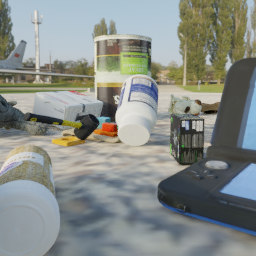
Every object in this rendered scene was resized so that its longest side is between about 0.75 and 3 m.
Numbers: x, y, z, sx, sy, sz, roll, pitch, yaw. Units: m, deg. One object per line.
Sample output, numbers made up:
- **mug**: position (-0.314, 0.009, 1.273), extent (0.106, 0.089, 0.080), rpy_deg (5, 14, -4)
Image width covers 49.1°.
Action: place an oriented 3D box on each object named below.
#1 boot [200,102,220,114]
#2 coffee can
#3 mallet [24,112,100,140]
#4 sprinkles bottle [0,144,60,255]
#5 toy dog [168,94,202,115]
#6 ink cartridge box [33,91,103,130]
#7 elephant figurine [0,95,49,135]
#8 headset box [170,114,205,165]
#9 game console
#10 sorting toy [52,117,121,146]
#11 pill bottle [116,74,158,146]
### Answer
- **boot**: position (3.872, -0.809, 12.377), extent (1.502, 0.553, 0.567), rpy_deg (-5, 32, -17)
- **coffee can**: position (-0.187, -1.766, 10.245), extent (2.105, 2.876, 2.105), rpy_deg (0, 9, 0)
- **mallet**: position (-1.292, -0.041, 5.421), extent (1.702, 0.561, 0.350), rpy_deg (3, 45, -51)
- **sprinkles bottle**: position (-0.984, 0.581, 2.671), extent (0.566, 0.566, 1.658), rpy_deg (-3, 8, -17)
- **toy dog**: position (2.430, -0.917, 11.586), extent (1.233, 0.860, 1.195), rpy_deg (-1, 19, -11)
- **ink cartridge box**: position (-1.830, -0.609, 8.672), extent (1.281, 0.743, 1.775), rpy_deg (23, 18, 24)
- **elephant figurine**: position (-3.737, -0.561, 6.735), extent (2.807, 1.986, 2.178), rpy_deg (26, 52, 36)
- **headset box**: position (0.980, 0.157, 4.775), extent (0.403, 0.755, 0.868), rpy_deg (0, 9, -2)
- **game console**: position (2.094, -0.024, 2.841), extent (2.909, 1.721, 2.483), rpy_deg (5, 9, 36)
- **sorting toy**: position (-0.560, -0.013, 7.026), extent (1.681, 0.407, 2.985), rpy_deg (5, 10, 28)
- **pill bottle**: position (0.210, -0.394, 6.124), extent (0.877, 0.877, 1.580), rpy_deg (1, 44, 8)
